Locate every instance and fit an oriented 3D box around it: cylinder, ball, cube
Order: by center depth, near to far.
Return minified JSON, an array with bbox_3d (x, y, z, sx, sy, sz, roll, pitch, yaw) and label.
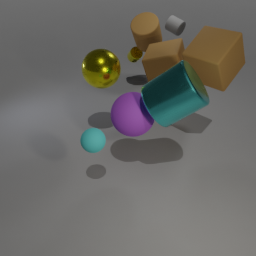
[{"bbox_3d":[-0.971,0.345,7.787,0.700,0.700,0.700,0,31,0],"label":"ball"},{"bbox_3d":[1.323,-0.939,7.867,1.400,1.400,1.400,-30,19,27],"label":"cylinder"},{"bbox_3d":[0.155,-0.425,8.760,1.400,1.400,1.400,0,31,0],"label":"ball"},{"bbox_3d":[2.913,-2.346,9.456,1.400,1.400,1.400,30,75,38],"label":"cube"},{"bbox_3d":[-0.949,-2.105,9.982,1.400,1.400,1.400,0,31,0],"label":"ball"},{"bbox_3d":[1.527,-2.529,11.179,1.400,1.400,1.400,-4,40,24],"label":"cube"},{"bbox_3d":[2.192,-4.741,12.973,0.700,0.700,0.700,38,44,21],"label":"cylinder"},{"bbox_3d":[0.950,-4.801,14.105,1.400,1.400,1.400,-5,68,13],"label":"cylinder"},{"bbox_3d":[0.380,-4.036,15.409,0.700,0.700,0.700,-10,-1,-16],"label":"cylinder"}]
